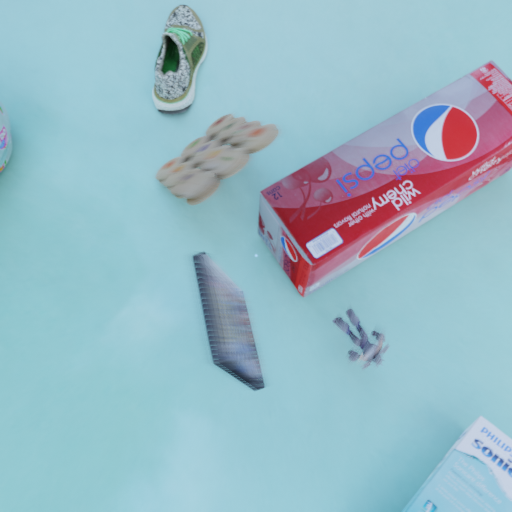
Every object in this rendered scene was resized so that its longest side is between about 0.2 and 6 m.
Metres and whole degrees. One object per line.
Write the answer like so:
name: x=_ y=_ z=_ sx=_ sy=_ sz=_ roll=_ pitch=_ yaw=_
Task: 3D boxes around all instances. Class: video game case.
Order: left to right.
video game case: x=-0.318 y=0.811 z=6.773 sx=0.178 sy=1.265 sz=1.400 roll=-21 pitch=58 yaw=11

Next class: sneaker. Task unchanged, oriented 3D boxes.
sneaker: x=-1.481 y=-3.989 z=10.725 sx=0.951 sy=1.096 sz=2.473 roll=2 pitch=68 yaw=1

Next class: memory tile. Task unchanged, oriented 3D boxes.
memory tile: x=-0.748 y=-1.668 z=9.244 sx=1.849 sy=0.203 sz=2.413 roll=-42 pitch=29 yaw=-6

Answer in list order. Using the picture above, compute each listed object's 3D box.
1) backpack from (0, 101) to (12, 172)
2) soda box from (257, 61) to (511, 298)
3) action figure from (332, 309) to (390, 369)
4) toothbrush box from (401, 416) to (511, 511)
backpack: x=-5.892 y=-1.709 z=9.096 sx=3.136 sy=2.378 sz=3.758 roll=35 pitch=72 yaw=-1
soda box: x=2.345 y=-1.260 z=9.296 sx=4.686 sy=1.640 sz=1.486 roll=-30 pitch=71 yaw=-12
action figure: x=1.537 y=1.241 z=8.196 sx=0.608 sy=0.324 sz=0.934 roll=-39 pitch=66 yaw=3
toothbrush box: x=2.910 y=3.812 z=7.371 sx=1.934 sy=1.126 sz=2.641 roll=38 pitch=73 yaw=23
